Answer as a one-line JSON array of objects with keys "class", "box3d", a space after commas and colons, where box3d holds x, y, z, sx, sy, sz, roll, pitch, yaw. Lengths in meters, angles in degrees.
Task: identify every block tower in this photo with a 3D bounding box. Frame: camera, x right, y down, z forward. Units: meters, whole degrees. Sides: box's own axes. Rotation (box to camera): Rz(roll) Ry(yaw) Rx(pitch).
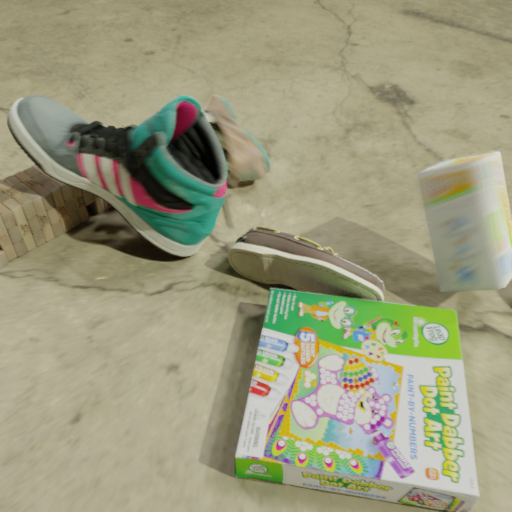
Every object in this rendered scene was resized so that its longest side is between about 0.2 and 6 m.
[{"class": "block tower", "box3d": [-3.109, -1.118, 9.317, 0.891, 0.953, 3.298, 32, 52, 30]}]

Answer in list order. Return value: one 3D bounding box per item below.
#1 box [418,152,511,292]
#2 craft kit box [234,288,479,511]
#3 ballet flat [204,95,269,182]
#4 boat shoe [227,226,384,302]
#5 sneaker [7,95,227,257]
[{"class": "box", "box3d": [2.909, -0.473, 7.622, 0.858, 1.692, 0.952, -6, 14, 38]}, {"class": "craft kit box", "box3d": [1.189, 1.577, 6.704, 2.495, 0.613, 2.526, 8, 44, 5]}, {"class": "ballet flat", "box3d": [-0.625, -2.230, 10.485, 0.862, 0.872, 2.563, -23, 45, -9]}, {"class": "boat shoe", "box3d": [0.761, 0.131, 8.058, 2.362, 0.849, 0.703, 16, 48, 24]}, {"class": "sneaker", "box3d": [-1.753, -1.598, 7.907, 3.385, 2.044, 1.415, 35, 39, -10]}]
